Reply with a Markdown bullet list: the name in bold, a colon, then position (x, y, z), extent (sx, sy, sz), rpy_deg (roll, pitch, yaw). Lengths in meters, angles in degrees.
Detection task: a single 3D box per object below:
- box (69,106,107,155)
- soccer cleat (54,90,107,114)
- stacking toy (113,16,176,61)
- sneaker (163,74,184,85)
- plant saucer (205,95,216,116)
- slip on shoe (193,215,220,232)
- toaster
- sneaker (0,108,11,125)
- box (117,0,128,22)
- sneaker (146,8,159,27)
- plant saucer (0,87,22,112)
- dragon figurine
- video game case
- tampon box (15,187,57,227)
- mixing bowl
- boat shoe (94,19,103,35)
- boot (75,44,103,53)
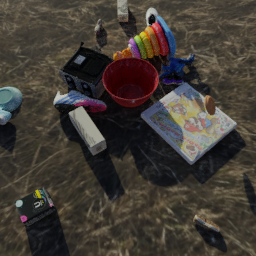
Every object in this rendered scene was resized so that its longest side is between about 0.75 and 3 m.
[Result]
- **box**: position (-1.602, 0.098, 11.085), extent (0.642, 0.772, 1.878), rpy_deg (-30, 62, -15)
- **soccer cleat**: position (-2.010, -1.187, 11.815), extent (2.246, 0.784, 0.970), rpy_deg (2, 66, 2)
- **stacking toy**: position (0.638, -3.814, 13.245), extent (2.907, 1.687, 1.596), rpy_deg (-23, 57, 2)
- **sneaker**: position (1.988, -2.219, 12.530), extent (0.970, 0.482, 0.337), rpy_deg (7, 53, 30)
- **plant saucer**: position (3.152, -0.864, 10.658), extent (0.127, 0.784, 0.784), rpy_deg (-14, 49, 40)
- **slip on shoe**: position (2.640, 3.272, 9.450), extent (0.903, 0.343, 0.274), rpy_deg (27, 103, 6)
- **toaster**: position (-1.718, -2.523, 12.380), extent (1.843, 1.209, 2.038), rpy_deg (24, 63, 12)
- **sneaker**: position (-5.574, -0.623, 11.715), extent (1.535, 0.567, 0.629), rpy_deg (23, 44, 10)
- **box**: position (-0.286, -6.402, 15.197), extent (0.574, 0.478, 1.397), rpy_deg (-3, 59, -2)
- **sneaker**: position (1.312, -5.723, 14.654), extent (0.716, 0.694, 1.960), rpy_deg (-1, 59, 0)
- **plant saucer**: position (-5.394, -1.305, 12.220), extent (1.469, 0.283, 1.469), rpy_deg (0, 58, 0)
- **dragon figurine**: position (2.159, -2.653, 12.764), extent (1.240, 0.734, 2.495), rpy_deg (26, 62, 15)
- **video game case**: position (2.483, -0.324, 11.576), extent (2.677, 0.337, 2.941), rpy_deg (-36, 65, -19)
- **tampon box**: position (-3.131, 2.680, 9.556), extent (1.075, 0.679, 0.805), rpy_deg (-28, 63, -16)
- **mixing bowl**: position (0.107, -1.751, 11.917), extent (2.290, 1.240, 2.290), rpy_deg (0, 60, -1)
- **boat shoe**: position (-1.493, -5.220, 14.559), extent (0.354, 0.393, 1.091), rpy_deg (16, 55, -6)
- **boot**: position (-1.834, -3.339, 13.386), extent (1.327, 0.528, 1.524), rpy_deg (-19, 56, -6)
